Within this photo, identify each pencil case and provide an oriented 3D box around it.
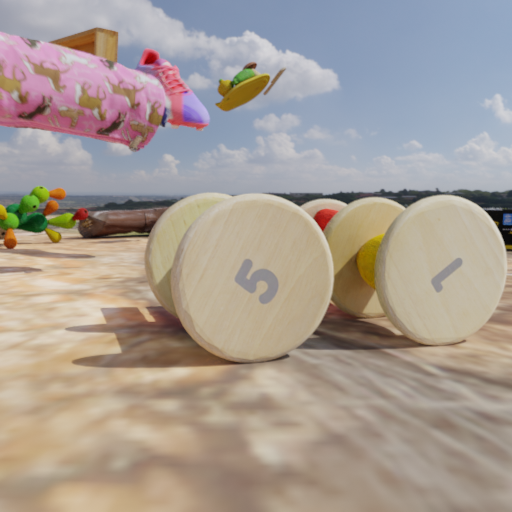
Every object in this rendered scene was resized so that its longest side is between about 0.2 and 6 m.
[{"bbox_3d":[-2.172,-1.872,6.557,2.301,0.953,0.996,2,41,-46],"label":"pencil case"}]

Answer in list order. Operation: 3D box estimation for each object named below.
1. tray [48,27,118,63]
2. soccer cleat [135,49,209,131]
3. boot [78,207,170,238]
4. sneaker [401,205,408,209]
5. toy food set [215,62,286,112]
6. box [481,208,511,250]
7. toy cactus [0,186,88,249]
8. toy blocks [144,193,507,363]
[{"bbox_3d":[-2.942,-3.091,9.375,0.408,1.086,2.203,-3,13,-39],"label":"tray"},{"bbox_3d":[-1.508,-2.838,9.561,0.824,0.945,2.470,-2,29,-33],"label":"soccer cleat"},{"bbox_3d":[-2.999,-0.948,14.882,2.922,0.938,2.723,-1,-9,-45],"label":"boot"},{"bbox_3d":[3.193,-0.987,15.286,2.279,0.964,0.849,-2,5,-17],"label":"sneaker"},{"bbox_3d":[-0.285,-3.936,12.740,1.783,0.582,1.049,-33,-6,-33],"label":"toy food set"},{"bbox_3d":[5.751,-0.629,12.062,2.826,0.873,3.539,4,7,24],"label":"box"},{"bbox_3d":[-5.330,-0.682,12.248,2.282,1.414,2.766,-19,-5,36],"label":"toy cactus"},{"bbox_3d":[0.182,-0.003,4.538,2.237,0.975,2.684,-1,5,-18],"label":"toy blocks"}]
